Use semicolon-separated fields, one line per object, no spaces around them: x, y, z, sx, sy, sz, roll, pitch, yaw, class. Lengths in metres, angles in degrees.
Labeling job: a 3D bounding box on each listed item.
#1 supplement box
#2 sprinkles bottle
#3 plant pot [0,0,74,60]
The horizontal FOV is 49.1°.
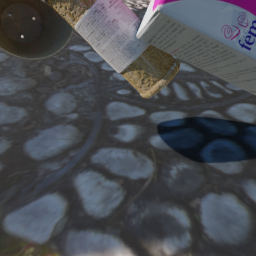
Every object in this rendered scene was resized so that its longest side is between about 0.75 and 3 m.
1.733;-1.513;4.108;2.792;1.413;1.443;22;1;-9;supplement box
-0.348;-1.780;4.887;2.829;0.965;0.965;43;36;-14;sprinkles bottle
-2.422;-2.606;6.606;2.082;2.082;1.397;-18;14;-23;plant pot
